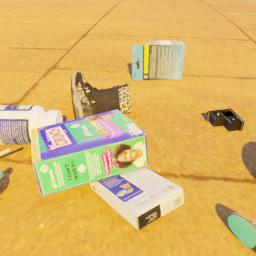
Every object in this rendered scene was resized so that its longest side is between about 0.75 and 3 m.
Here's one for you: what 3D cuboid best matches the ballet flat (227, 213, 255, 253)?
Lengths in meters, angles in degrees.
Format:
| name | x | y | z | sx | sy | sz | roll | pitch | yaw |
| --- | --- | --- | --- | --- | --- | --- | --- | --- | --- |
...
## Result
| name | x | y | z | sx | sy | sz | roll | pitch | yaw |
| --- | --- | --- | --- | --- | --- | --- | --- | --- | --- |
| ballet flat | 2.746 | 2.333 | 5.700 | 0.587 | 0.529 | 1.559 | 2 | 30 | -42 |

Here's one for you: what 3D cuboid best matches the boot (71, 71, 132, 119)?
| name | x | y | z | sx | sy | sz | roll | pitch | yaw |
| --- | --- | --- | --- | --- | --- | --- | --- | --- | --- |
| boot | -1.079 | -1.324 | 10.690 | 2.117 | 1.029 | 2.812 | -6 | 37 | -8 |

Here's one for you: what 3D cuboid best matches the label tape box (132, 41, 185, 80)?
| name | x | y | z | sx | sy | sz | roll | pitch | yaw |
| --- | --- | --- | --- | --- | --- | --- | --- | --- | --- |
| label tape box | 1.332 | -3.080 | 12.782 | 2.322 | 1.675 | 0.735 | 0 | 33 | 0 |

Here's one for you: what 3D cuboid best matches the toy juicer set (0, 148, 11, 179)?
| name | x | y | z | sx | sy | sz | roll | pitch | yaw |
| --- | --- | --- | --- | --- | --- | --- | --- | --- | --- |
| toy juicer set | -3.810 | 1.590 | 6.739 | 1.546 | 0.661 | 2.430 | -13 | 35 | 12 |

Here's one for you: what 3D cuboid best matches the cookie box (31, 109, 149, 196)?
| name | x | y | z | sx | sy | sz | roll | pitch | yaw |
| --- | --- | --- | --- | --- | --- | --- | --- | --- | --- |
| cookie box | -1.117 | 0.495 | 7.435 | 2.672 | 1.004 | 2.286 | -15 | 23 | -15 |

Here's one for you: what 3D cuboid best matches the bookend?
| name | x | y | z | sx | sy | sz | roll | pitch | yaw |
| --- | --- | --- | --- | --- | --- | --- | --- | --- | --- |
| bookend | 3.309 | -0.242 | 9.606 | 0.913 | 0.421 | 0.908 | -7 | 34 | -9 |

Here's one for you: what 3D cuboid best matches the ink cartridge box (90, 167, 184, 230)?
| name | x | y | z | sx | sy | sz | roll | pitch | yaw |
| --- | --- | --- | --- | --- | --- | --- | --- | --- | --- |
| ink cartridge box | -0.040 | 1.358 | 6.820 | 1.272 | 0.498 | 2.686 | -21 | 26 | -29 |

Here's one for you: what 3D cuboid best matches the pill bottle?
| name | x | y | z | sx | sy | sz | roll | pitch | yaw |
| --- | --- | --- | --- | --- | --- | --- | --- | --- | --- |
| pill bottle | -3.135 | -0.086 | 8.628 | 2.050 | 1.227 | 1.227 | 1 | 33 | 1 |
